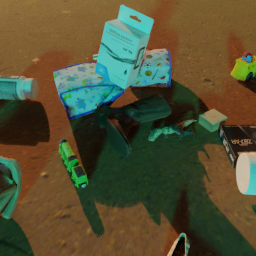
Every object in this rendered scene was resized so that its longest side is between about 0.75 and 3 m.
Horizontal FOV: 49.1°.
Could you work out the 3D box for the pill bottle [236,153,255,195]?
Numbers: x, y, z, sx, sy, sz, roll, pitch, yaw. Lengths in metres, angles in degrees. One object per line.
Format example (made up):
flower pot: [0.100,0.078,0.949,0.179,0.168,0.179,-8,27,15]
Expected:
pill bottle: [4.573,1.319,7.697,2.801,1.559,1.559,2,38,3]

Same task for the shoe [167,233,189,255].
shoe: [1.099,3.033,6.484,0.463,0.354,1.325,16,41,20]

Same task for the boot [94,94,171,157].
boot: [0.579,-0.275,10.318,2.992,0.961,2.789,-13,42,-22]

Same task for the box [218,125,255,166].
box: [4.343,0.556,9.545,2.062,0.449,1.652,0,38,-1]

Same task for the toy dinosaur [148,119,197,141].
toy dinosaur: [1.881,0.076,10.135,2.306,0.547,1.016,-15,34,-23]

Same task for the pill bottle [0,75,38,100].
pill bottle: [-4.861,-1.714,11.960,1.808,1.028,1.028,4,38,4]

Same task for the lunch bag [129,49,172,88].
lunch bag: [1.008,-2.986,13.254,1.996,1.454,2.348,0,46,0]

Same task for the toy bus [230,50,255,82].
toy bus: [5.776,-3.062,13.427,1.394,1.339,0.946,-21,41,-26]

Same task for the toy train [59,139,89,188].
toy train: [-1.763,1.045,8.823,0.427,0.578,2.049,-18,42,-21]

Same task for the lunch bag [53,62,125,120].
lunch bag: [-1.578,-1.684,11.451,2.482,1.582,2.110,-21,43,-8]

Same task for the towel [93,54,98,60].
towel: [-0.569,-3.165,11.969,1.320,0.202,1.730,-2,18,22]

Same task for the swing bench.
swing bench: [-4.531,1.760,7.111,2.600,1.696,2.614,15,35,19]

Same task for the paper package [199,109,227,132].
paper package: [3.216,-0.296,10.654,0.799,0.413,0.761,-22,43,-24]

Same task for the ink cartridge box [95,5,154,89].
ink cartridge box: [-0.193,-2.917,10.187,1.473,2.540,0.862,31,39,15]
